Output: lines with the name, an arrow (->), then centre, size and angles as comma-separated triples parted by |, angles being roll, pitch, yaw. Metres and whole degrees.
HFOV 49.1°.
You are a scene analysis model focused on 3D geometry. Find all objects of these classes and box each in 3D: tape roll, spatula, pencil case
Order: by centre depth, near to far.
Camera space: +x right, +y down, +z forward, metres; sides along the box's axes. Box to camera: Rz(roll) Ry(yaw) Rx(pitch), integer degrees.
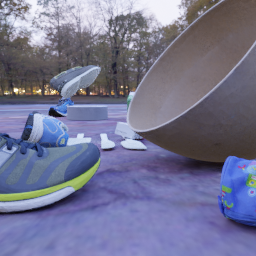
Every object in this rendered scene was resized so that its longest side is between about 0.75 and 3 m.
pencil case -> 1.469, 0.625, 2.240 | 1.490, 0.581, 0.647 | 6, 37, 39
spatula -> -0.642, 0.274, 7.236 | 1.822, 0.210, 2.620 | -1, 6, -8
tape roll -> -2.160, -0.827, 14.996 | 2.172, 0.718, 2.172 | 1, 6, 0

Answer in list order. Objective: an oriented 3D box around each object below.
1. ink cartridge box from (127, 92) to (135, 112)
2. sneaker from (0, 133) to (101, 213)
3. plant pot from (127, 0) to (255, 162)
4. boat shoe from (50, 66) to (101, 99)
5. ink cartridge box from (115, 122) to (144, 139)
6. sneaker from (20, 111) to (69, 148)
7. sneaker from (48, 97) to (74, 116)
ink cartridge box -> 1.278, -0.937, 12.758 | 2.549, 1.070, 1.846 | 3, 17, 4
sneaker -> -1.538, 0.290, 2.964 | 2.653, 1.074, 0.980 | -3, 7, -28
plant pot -> 1.715, -0.564, 4.918 | 2.007, 2.990, 2.990 | 38, -7, -19
boat shoe -> -1.823, -1.840, 10.141 | 0.727, 0.869, 2.433 | 33, 36, 8
ink cartridge box -> 0.091, 0.073, 7.609 | 0.580, 0.333, 0.798 | 16, 5, 25
sneaker -> -1.901, 0.148, 6.362 | 0.898, 0.883, 2.332 | 20, 1, -18
sneaker -> -4.141, -1.333, 17.432 | 1.061, 1.204, 2.701 | 1, 7, 12
